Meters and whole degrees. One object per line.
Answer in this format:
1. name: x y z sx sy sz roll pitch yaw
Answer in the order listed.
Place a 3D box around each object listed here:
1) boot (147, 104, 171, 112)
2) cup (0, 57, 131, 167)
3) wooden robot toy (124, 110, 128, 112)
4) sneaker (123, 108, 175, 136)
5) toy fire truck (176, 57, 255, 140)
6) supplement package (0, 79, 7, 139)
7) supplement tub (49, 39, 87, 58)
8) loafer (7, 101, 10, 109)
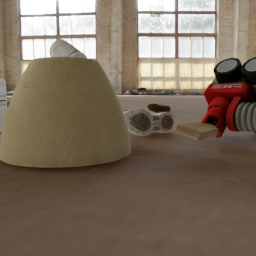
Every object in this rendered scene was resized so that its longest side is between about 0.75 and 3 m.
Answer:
1. boot: 1.533 -1.055 14.525 1.196 0.431 0.925 5 8 -6
2. cup: -1.112 -0.366 5.056 2.320 1.659 2.320 -1 6 0
3. wooden robot toy: 0.139 -0.209 8.367 0.592 0.575 1.305 10 7 -10
4. sneaker: 0.386 -0.129 7.587 1.799 0.701 0.894 5 -3 -38
5. toy fire truck: 2.626 -0.338 6.188 2.613 1.910 2.969 9 54 47
6. supplement package: -4.186 -0.346 5.813 2.617 1.451 2.038 -1 8 -3
7. supplement tub: -2.371 -2.823 11.183 0.982 0.982 1.488 -8 38 -45
8. loafer: -2.680 -0.534 9.217 2.759 0.992 0.869 -10 -9 -13
